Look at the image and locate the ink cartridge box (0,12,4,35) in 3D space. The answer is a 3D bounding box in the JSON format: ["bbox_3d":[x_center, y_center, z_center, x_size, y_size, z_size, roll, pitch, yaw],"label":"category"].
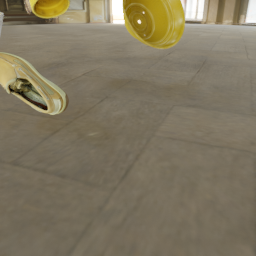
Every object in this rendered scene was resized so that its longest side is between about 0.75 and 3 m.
[{"bbox_3d":[-3.223,-1.597,5.758,0.705,1.646,1.215,20,28,-11],"label":"ink cartridge box"}]

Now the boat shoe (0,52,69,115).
[{"bbox_3d":[-2.108,-0.904,5.456,1.961,0.703,0.747,29,22,11],"label":"boat shoe"}]

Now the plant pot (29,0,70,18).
[{"bbox_3d":[-2.366,-3.958,8.112,1.105,1.040,1.105,-19,-8,-3],"label":"plant pot"}]

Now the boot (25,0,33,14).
[{"bbox_3d":[-3.190,-4.083,9.381,0.393,1.119,0.818,-4,-12,-35],"label":"boot"}]

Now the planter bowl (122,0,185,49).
[{"bbox_3d":[0.541,-3.189,8.018,2.166,2.166,0.902,-17,4,-32],"label":"planter bowl"}]
